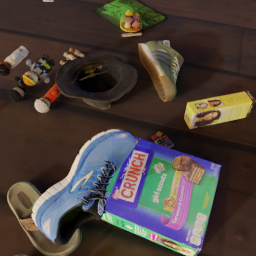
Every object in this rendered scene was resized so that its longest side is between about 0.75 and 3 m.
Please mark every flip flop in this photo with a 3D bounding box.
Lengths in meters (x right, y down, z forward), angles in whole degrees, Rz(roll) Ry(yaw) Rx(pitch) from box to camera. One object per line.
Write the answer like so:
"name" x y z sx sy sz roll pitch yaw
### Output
"flip flop" -2.120 2.085 6.725 0.981 0.696 2.419 -38 61 -26

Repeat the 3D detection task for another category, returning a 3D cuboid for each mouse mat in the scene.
"mouse mat" 0.038 -5.250 12.956 2.318 0.108 2.880 -35 59 -24

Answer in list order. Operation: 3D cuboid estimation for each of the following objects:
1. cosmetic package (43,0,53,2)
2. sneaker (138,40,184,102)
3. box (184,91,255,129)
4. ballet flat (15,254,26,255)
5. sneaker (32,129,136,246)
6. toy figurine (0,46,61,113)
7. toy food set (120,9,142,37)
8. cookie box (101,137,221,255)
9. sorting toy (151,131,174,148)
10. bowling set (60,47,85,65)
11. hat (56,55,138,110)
"cosmetic package" -2.310 -4.145 7.833 0.322 1.272 0.525 -4 81 -11
"sneaker" 1.400 -2.233 9.940 1.341 1.001 2.986 -16 50 -6
"box" 2.861 -0.567 8.807 2.063 0.777 0.517 -13 51 -8
"ballet flat" -2.288 3.691 5.420 0.790 0.746 2.343 -3 52 -2
"sneaker" -0.618 1.108 5.191 2.459 0.966 1.096 -51 46 -5
"toy figurine" -3.113 -1.517 8.918 1.810 1.782 1.259 24 62 19
"toy food set" 0.142 -4.640 12.097 0.960 0.533 1.633 -2 51 -2
"cookie box" 0.722 1.576 6.945 2.577 0.968 2.204 17 55 14
"sorting toy" 1.075 0.409 8.414 0.421 0.148 0.873 -25 55 -19
"bowling set" -2.152 -2.844 10.680 0.541 0.701 1.007 27 52 21
"hat" -1.003 -1.325 9.201 2.783 1.123 2.783 -1 42 1
